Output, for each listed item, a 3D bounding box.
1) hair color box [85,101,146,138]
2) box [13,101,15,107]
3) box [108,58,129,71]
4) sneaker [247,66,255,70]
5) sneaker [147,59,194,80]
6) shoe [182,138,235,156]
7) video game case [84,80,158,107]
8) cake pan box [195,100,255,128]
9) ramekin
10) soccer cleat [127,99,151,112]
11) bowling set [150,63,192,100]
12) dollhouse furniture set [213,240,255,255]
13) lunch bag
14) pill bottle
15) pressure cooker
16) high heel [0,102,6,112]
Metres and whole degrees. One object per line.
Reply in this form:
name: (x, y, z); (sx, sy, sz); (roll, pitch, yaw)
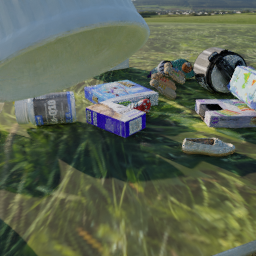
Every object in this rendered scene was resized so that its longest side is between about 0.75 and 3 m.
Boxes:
hair color box: (-0.345, -0.274, 7.380); (1.473, 0.477, 0.805); (19, 31, 39)
box: (-3.230, -0.928, 9.104); (0.939, 0.227, 0.551); (-10, 27, -14)
box: (-1.494, -3.560, 13.520); (2.529, 1.345, 1.925); (-15, 29, -30)
sneaker: (5.078, -2.543, 12.430); (1.204, 0.436, 0.686); (1, 28, 3)
sneaker: (1.794, -2.328, 11.572); (2.283, 0.850, 0.999); (-5, -10, -43)
shoe: (1.766, 0.389, 6.101); (1.155, 0.308, 0.404); (1, 24, 2)
video game case: (-0.258, -1.073, 9.172); (1.732, 0.434, 1.910); (-13, 28, -29)
cake pan box: (2.708, -0.426, 7.821); (1.467, 0.384, 1.351); (0, 22, -3)
ramekin: (-1.165, -1.499, 4.290); (2.732, 1.332, 2.732); (-23, 1, 0)
soccer cleat: (0.248, -0.583, 8.147); (0.519, 0.418, 1.219); (15, 31, 32)
bowling set: (1.490, -1.911, 9.749); (0.994, 1.288, 1.851); (33, 21, -8)
dollhouse furniture set: (1.195, 1.611, 1.474); (2.842, 2.252, 2.017); (-22, -17, 5)
lunch bag: (4.057, -0.932, 7.910); (1.842, 0.945, 2.292); (15, 22, -13)
pill bottle: (-2.152, -0.499, 7.421); (1.482, 0.843, 0.843); (-6, 25, -11)
pressure cooker: (3.297, -2.043, 9.953); (1.526, 1.550, 1.735); (-3, 24, -14)
high heel: (-4.474, -0.384, 7.105); (1.646, 0.825, 2.309); (19, 39, 24)
